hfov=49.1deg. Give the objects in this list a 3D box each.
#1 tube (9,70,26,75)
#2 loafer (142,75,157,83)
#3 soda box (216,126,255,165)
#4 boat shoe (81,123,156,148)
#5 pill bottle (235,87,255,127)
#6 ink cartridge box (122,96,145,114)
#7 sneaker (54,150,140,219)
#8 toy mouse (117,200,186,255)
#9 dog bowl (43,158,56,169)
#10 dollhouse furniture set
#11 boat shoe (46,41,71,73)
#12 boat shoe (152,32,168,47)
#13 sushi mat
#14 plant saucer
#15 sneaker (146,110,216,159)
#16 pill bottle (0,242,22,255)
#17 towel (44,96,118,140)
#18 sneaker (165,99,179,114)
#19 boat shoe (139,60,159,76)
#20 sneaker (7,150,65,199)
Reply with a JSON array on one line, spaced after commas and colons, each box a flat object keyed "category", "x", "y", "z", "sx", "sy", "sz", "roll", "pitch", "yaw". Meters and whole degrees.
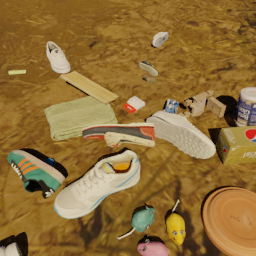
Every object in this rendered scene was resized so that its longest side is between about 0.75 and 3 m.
[{"category": "tube", "x": -5.456, "y": -2.752, "z": 13.831, "sx": 0.797, "sy": 0.207, "sz": 0.231, "roll": -8, "pitch": 84, "yaw": -13}, {"category": "loafer", "x": 1.017, "y": -2.287, "z": 13.294, "sx": 0.807, "sy": 0.307, "sz": 0.272, "roll": 22, "pitch": 50, "yaw": 34}, {"category": "soda box", "x": 4.746, "y": 0.553, "z": 9.943, "sx": 2.957, "sy": 1.001, "sz": 0.946, "roll": -4, "pitch": 45, "yaw": -5}, {"category": "boat shoe", "x": -0.359, "y": 0.300, "z": 10.313, "sx": 2.746, "sy": 0.977, "sz": 0.859, "roll": -2, "pitch": 83, "yaw": 2}, {"category": "pill bottle", "x": 4.537, "y": -0.542, "z": 10.440, "sx": 0.967, "sy": 1.741, "sz": 0.967, "roll": -2, "pitch": 32, "yaw": 1}, {"category": "ink cartridge box", "x": 0.234, "y": -1.010, "z": 12.084, "sx": 0.806, "sy": 0.230, "sz": 0.655, "roll": -31, "pitch": 53, "yaw": -32}, {"category": "sneaker", "x": -0.950, "y": 1.658, "z": 8.712, "sx": 2.978, "sy": 1.203, "sz": 1.139, "roll": -28, "pitch": 53, "yaw": -24}, {"category": "toy mouse", "x": 0.674, "y": 2.960, "z": 7.948, "sx": 1.985, "sy": 0.432, "sz": 2.233, "roll": -2, "pitch": 45, "yaw": -2}, {"category": "dog bowl", "x": -2.720, "y": 1.398, "z": 9.680, "sx": 0.430, "sy": 0.191, "sz": 0.771, "roll": -18, "pitch": 48, "yaw": -16}, {"category": "dollhouse furniture set", "x": 2.985, "y": -0.751, "z": 11.294, "sx": 1.842, "sy": 0.955, "sz": 0.815, "roll": -23, "pitch": 48, "yaw": -21}, {"category": "boat shoe", "x": -3.651, "y": -3.621, "z": 14.253, "sx": 0.884, "sy": 0.785, "sz": 2.403, "roll": -25, "pitch": 50, "yaw": -23}, {"category": "boat shoe", "x": 1.717, "y": -5.032, "z": 15.874, "sx": 0.545, "sy": 0.614, "sz": 1.669, "roll": 20, "pitch": 38, "yaw": 25}, {"category": "sushi mat", "x": -1.661, "y": -1.771, "z": 12.136, "sx": 2.509, "sy": 0.152, "sz": 1.200, "roll": 32, "pitch": 28, "yaw": 13}, {"category": "plant saucer", "x": 3.362, "y": 2.716, "z": 8.251, "sx": 2.277, "sy": 0.367, "sz": 2.277, "roll": 0, "pitch": 44, "yaw": 0}, {"category": "sneaker", "x": 2.070, "y": 0.100, "z": 10.448, "sx": 2.802, "sy": 1.070, "sz": 1.128, "roll": 32, "pitch": 44, "yaw": 26}, {"category": "pill bottle", "x": -3.417, "y": 3.522, "z": 7.192, "sx": 1.266, "sy": 0.717, "sz": 0.717, "roll": -22, "pitch": 49, "yaw": -21}, {"category": "towel", "x": -1.929, "y": -0.520, "z": 11.379, "sx": 2.684, "sy": 0.490, "sz": 1.991, "roll": -16, "pitch": 46, "yaw": -15}, {"category": "sneaker", "x": 1.802, "y": -0.756, "z": 11.648, "sx": 0.511, "sy": 0.459, "sz": 1.243, "roll": 13, "pitch": 47, "yaw": 10}, {"category": "boat shoe", "x": 1.092, "y": -2.999, "z": 13.867, "sx": 0.430, "sy": 0.457, "sz": 1.273, "roll": -33, "pitch": 52, "yaw": -23}, {"category": "sneaker", "x": -3.235, "y": 1.484, "z": 9.127, "sx": 2.385, "sy": 0.851, "sz": 0.953, "roll": 19, "pitch": 56, "yaw": 27}]
